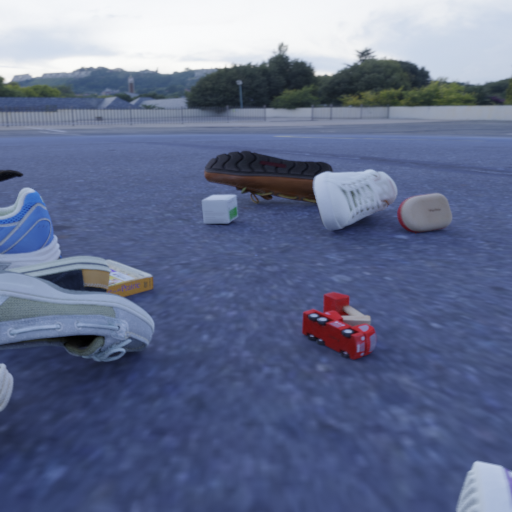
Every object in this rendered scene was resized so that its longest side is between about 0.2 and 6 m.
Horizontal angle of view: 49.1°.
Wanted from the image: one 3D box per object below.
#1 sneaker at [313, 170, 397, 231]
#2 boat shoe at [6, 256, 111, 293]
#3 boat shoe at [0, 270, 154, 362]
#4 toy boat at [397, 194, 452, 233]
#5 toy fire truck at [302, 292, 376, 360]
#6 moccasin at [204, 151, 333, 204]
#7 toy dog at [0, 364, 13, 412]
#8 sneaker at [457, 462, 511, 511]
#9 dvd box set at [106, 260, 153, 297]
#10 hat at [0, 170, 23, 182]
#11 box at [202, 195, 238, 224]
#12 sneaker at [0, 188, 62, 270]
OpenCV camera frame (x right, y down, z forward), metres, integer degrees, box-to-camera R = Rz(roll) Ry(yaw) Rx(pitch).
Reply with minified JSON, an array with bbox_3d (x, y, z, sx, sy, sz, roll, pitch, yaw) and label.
[{"bbox_3d":[2.122,-1.344,11.613,1.351,1.162,3.192,-15,7,25],"label":"sneaker"},{"bbox_3d":[-2.574,0.536,6.089,2.176,0.677,0.812,-12,-11,14],"label":"boat shoe"},{"bbox_3d":[-1.721,0.670,5.009,0.766,0.667,2.079,-16,-23,25],"label":"boat shoe"},{"bbox_3d":[3.341,-0.820,11.386,1.138,0.742,0.744,-9,-10,-24],"label":"toy boat"},{"bbox_3d":[0.964,0.742,6.150,0.819,0.283,1.161,-10,18,-34],"label":"toy fire truck"},{"bbox_3d":[0.304,-1.918,14.383,3.292,1.271,1.204,4,42,-2],"label":"moccasin"},{"bbox_3d":[-2.340,1.076,4.103,0.632,0.865,1.312,21,-9,-35],"label":"toy dog"},{"bbox_3d":[1.376,1.686,2.050,1.188,0.755,2.085,8,24,8],"label":"sneaker"},{"bbox_3d":[-2.347,0.400,7.520,1.145,0.230,1.565,14,20,42],"label":"dvd box set"},{"bbox_3d":[-5.443,-0.629,9.484,3.107,1.253,3.107,-9,15,3],"label":"hat"},{"bbox_3d":[-0.767,-1.001,11.959,0.598,0.513,0.595,1,17,19],"label":"box"},{"bbox_3d":[-4.512,-0.225,7.864,3.279,1.263,1.241,-10,20,-30],"label":"sneaker"}]
